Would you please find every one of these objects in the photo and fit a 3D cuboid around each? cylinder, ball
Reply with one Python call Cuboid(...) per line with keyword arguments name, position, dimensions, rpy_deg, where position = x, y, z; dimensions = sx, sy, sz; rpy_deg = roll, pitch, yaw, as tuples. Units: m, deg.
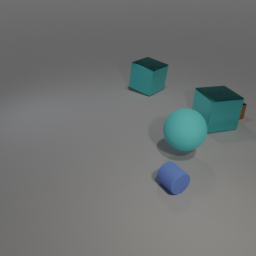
Cuboid(name="cylinder", position=(1.323, 1.450, 8.174), dimensions=(0.700, 0.700, 0.700), rpy_deg=(-16, 34, -26))
Cuboid(name="ball", position=(1.862, 0.058, 9.162), dimensions=(1.400, 1.400, 1.400), rpy_deg=(0, 30, 0))

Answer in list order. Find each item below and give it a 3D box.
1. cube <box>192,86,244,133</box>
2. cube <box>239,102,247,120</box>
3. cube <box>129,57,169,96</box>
Cuboid(name="cube", position=(3.566, -0.791, 11.371), dimensions=(1.400, 1.400, 1.400), rpy_deg=(-6, 31, -14))
Cuboid(name="cube", position=(4.563, -0.793, 12.125), dimensions=(0.700, 0.700, 0.700), rpy_deg=(-11, 31, -22))
Cuboid(name="cube", position=(1.067, -2.721, 14.626), dimensions=(1.400, 1.400, 1.400), rpy_deg=(29, 39, 29))
